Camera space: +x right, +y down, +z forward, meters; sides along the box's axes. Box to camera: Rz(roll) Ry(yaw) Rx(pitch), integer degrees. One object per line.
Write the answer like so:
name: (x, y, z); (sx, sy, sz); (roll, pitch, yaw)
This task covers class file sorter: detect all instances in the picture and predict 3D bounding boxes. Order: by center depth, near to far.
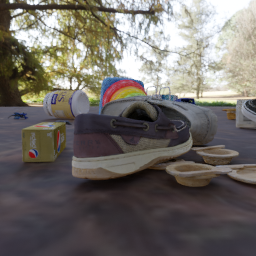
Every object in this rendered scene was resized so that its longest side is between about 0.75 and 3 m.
file sorter: (0.323, -0.799, 9.883); (2.194, 1.366, 1.522); (0, 6, -8)

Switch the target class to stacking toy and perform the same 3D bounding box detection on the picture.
stacking toy: (0.191, -0.470, 7.688); (1.461, 1.545, 2.663); (2, 16, -19)

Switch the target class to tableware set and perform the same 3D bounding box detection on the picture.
tableware set: (0.890, 0.409, 3.227); (1.360, 0.189, 1.628); (-2, 5, -16)

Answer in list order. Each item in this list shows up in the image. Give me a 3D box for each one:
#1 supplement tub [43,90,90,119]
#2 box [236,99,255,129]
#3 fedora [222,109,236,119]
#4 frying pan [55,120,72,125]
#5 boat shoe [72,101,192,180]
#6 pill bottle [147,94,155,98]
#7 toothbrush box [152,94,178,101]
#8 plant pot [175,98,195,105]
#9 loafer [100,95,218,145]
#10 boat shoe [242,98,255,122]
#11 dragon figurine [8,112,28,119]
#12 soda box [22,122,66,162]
supplement tub: (-2.898, -1.107, 13.205); (1.839, 1.337, 1.337); (2, 6, 22)
box: (4.222, -0.509, 9.187); (0.774, 0.930, 2.265); (3, 5, 35)
fedora: (4.835, -0.630, 12.725); (1.194, 0.487, 1.194); (0, 2, 0)
frying pan: (-2.358, -0.198, 10.090); (0.572, 0.154, 0.946); (-2, 3, -17)
boat shoe: (0.190, 0.032, 3.415); (0.794, 0.715, 2.208); (2, 10, 36)
pill bottle: (0.494, -0.942, 12.405); (1.164, 1.164, 2.040); (-3, 5, -25)
toothbrush box: (2.067, -1.250, 15.471); (0.705, 1.210, 1.653); (5, 6, 40)
plant pot: (2.886, -1.045, 14.755); (1.005, 1.005, 0.904); (-3, -1, -29)
loafer: (0.365, -0.217, 5.701); (2.827, 0.989, 0.987); (6, 0, 42)
boat shoe: (4.161, -0.533, 6.990); (2.566, 0.817, 0.907); (14, 48, 38)
dragon figurine: (-5.129, -0.573, 13.031); (1.063, 0.313, 0.528); (1, 5, -2)
soda box: (-1.248, 0.172, 4.333); (0.427, 0.452, 1.335); (-1, 5, -6)
